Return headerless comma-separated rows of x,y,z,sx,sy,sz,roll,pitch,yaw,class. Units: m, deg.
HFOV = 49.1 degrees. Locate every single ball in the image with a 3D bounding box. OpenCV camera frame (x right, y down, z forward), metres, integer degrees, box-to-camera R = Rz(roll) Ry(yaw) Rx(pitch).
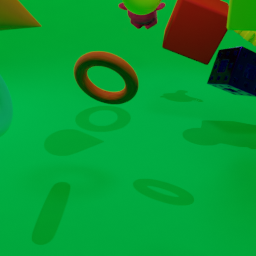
0.348,-3.401,6.998,1.060,1.060,1.060,0,28,0,ball

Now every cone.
-2.856,-2.795,6.892,1.502,1.496,1.496,21,27,-7,cone

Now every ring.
-2.651,-0.597,4.844,0.346,1.730,1.730,-19,25,12,ring
-0.417,-0.910,5.306,1.269,1.269,0.254,8,55,15,ring

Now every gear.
3.198,-2.466,7.366,1.274,0.236,1.274,25,32,-17,gear

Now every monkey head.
0.578,-4.283,10.156,1.700,1.025,1.223,8,61,17,monkey head

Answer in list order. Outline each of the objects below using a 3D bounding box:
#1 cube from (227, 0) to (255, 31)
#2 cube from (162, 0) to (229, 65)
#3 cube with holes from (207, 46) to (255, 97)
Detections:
2.238,-2.179,4.306,1.097,1.097,1.097,12,37,24,cube
1.802,-2.734,7.457,1.331,1.331,1.331,20,39,-4,cube
2.999,-1.512,7.642,1.011,1.011,1.011,17,5,-18,cube with holes
